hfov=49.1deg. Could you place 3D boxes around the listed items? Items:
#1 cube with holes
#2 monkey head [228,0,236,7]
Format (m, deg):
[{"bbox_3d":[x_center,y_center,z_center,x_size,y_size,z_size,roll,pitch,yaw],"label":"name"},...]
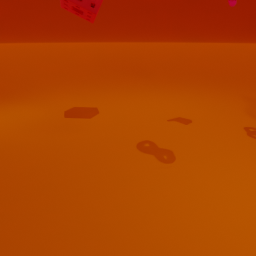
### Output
[{"bbox_3d":[-1.173,-3.656,7.615,1.008,1.008,1.008,23,2,-13],"label":"cube with holes"},{"bbox_3d":[2.418,-3.363,6.506,0.818,0.685,1.137,-24,-17,-8],"label":"monkey head"}]
